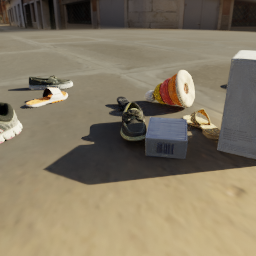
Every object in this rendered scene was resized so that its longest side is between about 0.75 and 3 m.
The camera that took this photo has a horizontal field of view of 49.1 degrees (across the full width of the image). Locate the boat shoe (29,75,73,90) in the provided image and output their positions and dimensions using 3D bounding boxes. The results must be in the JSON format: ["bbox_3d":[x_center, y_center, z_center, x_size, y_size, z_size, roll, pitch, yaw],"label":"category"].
[{"bbox_3d":[-4.188,-2.482,15.145,2.339,0.662,0.803,-4,25,-9],"label":"boat shoe"}]

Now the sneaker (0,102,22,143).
[{"bbox_3d":[-4.670,0.030,8.849,1.075,1.274,2.913,13,31,25],"label":"sneaker"}]

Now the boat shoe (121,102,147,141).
[{"bbox_3d":[0.153,-0.296,9.834,0.884,0.813,2.473,-4,21,-1],"label":"boat shoe"}]

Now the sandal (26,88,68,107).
[{"bbox_3d":[-3.735,-1.520,13.079,0.843,0.630,2.200,18,30,34],"label":"sandal"}]

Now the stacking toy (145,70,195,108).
[{"bbox_3d":[1.726,-1.625,12.625,2.227,1.627,1.627,-5,18,36],"label":"stacking toy"}]

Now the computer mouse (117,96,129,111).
[{"bbox_3d":[-0.192,-1.050,12.546,0.752,0.286,1.086,-9,37,-19],"label":"computer mouse"}]

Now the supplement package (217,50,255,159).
[{"bbox_3d":[3.945,-0.748,8.596,1.724,2.939,1.718,13,27,26],"label":"supplement package"}]

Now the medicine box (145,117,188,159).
[{"bbox_3d":[1.236,0.277,8.909,1.245,0.704,1.367,4,30,9],"label":"medicine box"}]

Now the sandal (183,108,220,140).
[{"bbox_3d":[2.791,-0.351,10.410,0.807,0.724,2.201,-7,25,-15],"label":"sandal"}]
